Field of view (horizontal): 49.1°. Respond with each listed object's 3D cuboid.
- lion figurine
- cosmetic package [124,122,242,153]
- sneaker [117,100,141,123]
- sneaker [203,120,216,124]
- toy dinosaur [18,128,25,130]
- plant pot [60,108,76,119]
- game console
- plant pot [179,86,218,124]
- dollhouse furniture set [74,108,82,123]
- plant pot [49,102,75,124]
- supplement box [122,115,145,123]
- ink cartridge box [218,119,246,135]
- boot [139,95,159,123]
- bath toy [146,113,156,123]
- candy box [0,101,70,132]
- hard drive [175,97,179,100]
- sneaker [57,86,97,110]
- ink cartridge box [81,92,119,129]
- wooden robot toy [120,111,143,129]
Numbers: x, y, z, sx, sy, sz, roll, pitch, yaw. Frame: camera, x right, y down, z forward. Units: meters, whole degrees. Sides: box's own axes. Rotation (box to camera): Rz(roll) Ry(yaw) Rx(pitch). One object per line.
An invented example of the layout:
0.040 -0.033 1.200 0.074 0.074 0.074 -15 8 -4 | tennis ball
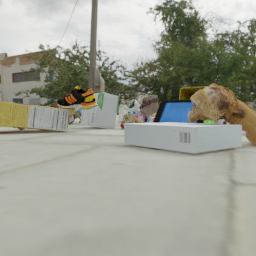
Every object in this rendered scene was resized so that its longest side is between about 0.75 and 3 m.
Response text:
2.232 -0.199 5.600 2.336 0.846 1.430 23 16 -8 | lion figurine
1.010 0.132 5.447 1.381 0.473 1.831 -5 5 -38 | cosmetic package
0.643 -0.905 15.697 2.661 1.322 1.037 -2 4 -36 | sneaker
2.661 -0.335 10.880 1.205 1.104 2.876 -22 -1 11 | sneaker
-4.053 -0.033 10.718 0.522 0.297 0.982 25 7 -4 | toy dinosaur
-3.163 -0.560 13.306 1.599 0.220 1.599 -19 31 12 | plant pot
1.416 -0.395 9.080 1.893 1.101 1.664 2 4 41 | game console
3.357 -0.801 12.377 1.733 1.733 1.528 3 -5 42 | plant pot
-2.832 -0.532 16.393 2.315 1.600 2.452 -22 24 30 | dollhouse furniture set
-3.423 -0.647 14.762 1.232 1.152 1.152 18 12 28 | plant pot
0.258 -0.354 13.367 1.008 0.521 0.510 1 2 -11 | supplement box
3.356 -0.050 8.610 0.792 0.461 1.095 0 3 -6 | ink cartridge box
1.359 -0.935 14.425 0.731 1.522 2.082 3 1 -43 | boot
1.321 -0.287 11.881 0.585 0.688 1.583 22 3 -14 | bath toy
-3.618 -0.406 9.343 2.908 0.821 1.697 7 -1 -30 | candy box
2.616 -0.933 15.430 1.458 0.395 2.086 -3 -29 -39 | hard drive
-1.762 -1.062 9.485 1.639 0.737 0.573 6 24 33 | sneaker
-1.215 -0.705 11.623 0.807 1.340 1.844 9 -3 -34 | ink cartridge box
0.201 -0.157 11.016 0.791 0.768 1.744 35 -4 -10 | wooden robot toy
